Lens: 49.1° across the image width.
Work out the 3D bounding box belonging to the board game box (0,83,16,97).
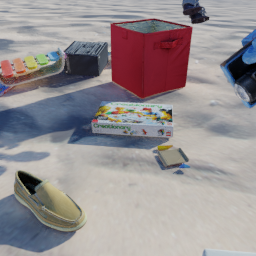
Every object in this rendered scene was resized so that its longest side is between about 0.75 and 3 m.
[{"bbox_3d":[-4.950,-1.455,10.679,0.739,0.140,1.435,4,30,9],"label":"board game box"}]

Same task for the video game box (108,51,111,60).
[{"bbox_3d":[-1.396,-3.713,14.435,1.102,0.283,1.209,17,34,21],"label":"video game box"}]

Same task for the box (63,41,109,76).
[{"bbox_3d":[-1.867,-3.159,12.633,1.651,1.026,1.664,5,37,10],"label":"box"}]

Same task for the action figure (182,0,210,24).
[{"bbox_3d":[1.983,-4.356,9.007,0.730,1.369,2.104,-16,65,18],"label":"action figure"}]

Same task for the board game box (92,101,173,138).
[{"bbox_3d":[0.194,-0.291,8.404,2.294,0.397,1.448,3,29,6],"label":"board game box"}]

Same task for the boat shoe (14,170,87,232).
[{"bbox_3d":[-1.576,1.321,5.340,1.831,0.697,0.656,17,34,27],"label":"boat shoe"}]

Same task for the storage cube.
[{"bbox_3d":[0.806,-2.753,10.737,2.220,2.334,2.597,-18,36,-29],"label":"storage cube"}]

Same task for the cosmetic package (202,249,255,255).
[{"bbox_3d":[1.443,2.375,2.916,1.318,1.310,1.575,3,30,6],"label":"cosmetic package"}]

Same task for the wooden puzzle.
[{"bbox_3d":[1.117,0.725,6.970,0.684,0.118,1.013,-8,31,-5],"label":"wooden puzzle"}]

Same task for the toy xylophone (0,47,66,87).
[{"bbox_3d":[-4.032,-2.559,11.410,2.958,0.743,2.165,-25,38,-22],"label":"toy xylophone"}]

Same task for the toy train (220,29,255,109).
[{"bbox_3d":[2.050,-1.064,3.386,2.020,0.876,1.154,-39,15,7],"label":"toy train"}]
